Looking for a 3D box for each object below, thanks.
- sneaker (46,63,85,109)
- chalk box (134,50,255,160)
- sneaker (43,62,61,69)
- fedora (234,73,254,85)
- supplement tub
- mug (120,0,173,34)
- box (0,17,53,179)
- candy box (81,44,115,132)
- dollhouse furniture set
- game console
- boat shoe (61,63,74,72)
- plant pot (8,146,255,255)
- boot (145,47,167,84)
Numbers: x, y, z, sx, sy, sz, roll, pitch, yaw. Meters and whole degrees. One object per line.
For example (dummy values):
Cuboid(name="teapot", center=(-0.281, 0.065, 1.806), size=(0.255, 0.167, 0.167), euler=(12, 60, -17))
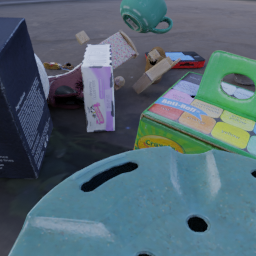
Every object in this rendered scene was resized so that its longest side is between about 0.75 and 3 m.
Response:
Cuboid(name="sneaker", center=(-1.506, -1.333, 9.417), size=(2.823, 1.068, 1.631), euler=(-30, 45, -25))
Cuboid(name="chalk box", center=(1.194, 0.409, 4.095), size=(1.801, 2.894, 1.792), euler=(24, 38, 20))
Cuboid(name="sneaker", center=(-3.385, -2.787, 12.522), size=(0.762, 0.285, 0.343), euler=(11, 23, 7))
Cuboid(name="fedora", center=(4.581, -1.987, 10.824), size=(1.067, 0.545, 1.207), euler=(-16, 26, -29))
Cuboid(name="supplement tub", center=(-3.706, -1.529, 8.238), size=(2.152, 2.152, 2.975), euler=(-18, 31, -29))
Cuboid(name="mug", center=(0.608, -4.268, 10.407), size=(1.911, 1.570, 1.182), euler=(32, 79, 28))
Cuboid(name="box", center=(-3.298, -0.508, 5.601), size=(2.860, 2.908, 1.708), euler=(2, 45, 1))
Cuboid(name="candy box", center=(-0.832, -1.236, 8.192), size=(0.802, 1.881, 2.242), euler=(-2, 30, -4))
Cuboid(name="dollhouse furniture set", center=(0.099, -2.763, 9.521), size=(2.423, 2.841, 1.387), euler=(-39, 3, -24))
Cuboid(name="game console", center=(2.169, -3.316, 13.278), size=(2.570, 0.399, 2.273), euler=(-1, 30, -2))
Cuboid(name="boat shoe", center=(-2.623, -2.697, 12.269), size=(0.899, 0.326, 0.325), euler=(24, 38, 35))
Cuboid(name="plant pot", center=(0.388, 1.818, 2.072), size=(2.832, 2.774, 2.832), euler=(0, 29, 0))
Cuboid(name="boot", center=(1.181, -2.870, 11.500), size=(0.937, 0.961, 2.546), euler=(5, 41, 9))
